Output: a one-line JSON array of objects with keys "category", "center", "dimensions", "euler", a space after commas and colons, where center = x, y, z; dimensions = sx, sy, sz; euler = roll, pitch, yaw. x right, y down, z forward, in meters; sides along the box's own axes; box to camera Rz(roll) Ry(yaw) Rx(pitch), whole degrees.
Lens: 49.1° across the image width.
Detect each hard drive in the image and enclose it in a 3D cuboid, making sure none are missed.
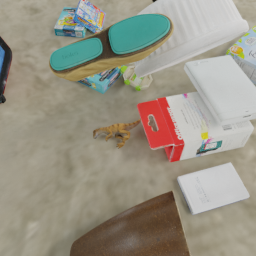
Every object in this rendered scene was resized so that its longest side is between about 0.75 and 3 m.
[{"category": "hard drive", "center": [2.210, 1.558, 7.334], "dimensions": [1.553, 0.197, 1.025], "euler": [-13, 55, -9]}, {"category": "hard drive", "center": [2.797, -1.162, 8.049], "dimensions": [1.556, 0.310, 2.360], "euler": [-12, 53, -11]}]

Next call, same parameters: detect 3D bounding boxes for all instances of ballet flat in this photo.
[{"category": "ballet flat", "center": [-0.314, -1.537, 5.537], "dimensions": [2.541, 0.801, 0.872], "euler": [-12, 72, 15]}]

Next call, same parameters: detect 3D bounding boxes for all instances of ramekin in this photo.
[{"category": "ramekin", "center": [1.212, -2.206, 6.381], "dimensions": [2.657, 2.657, 1.238], "euler": [-24, 97, -16]}]

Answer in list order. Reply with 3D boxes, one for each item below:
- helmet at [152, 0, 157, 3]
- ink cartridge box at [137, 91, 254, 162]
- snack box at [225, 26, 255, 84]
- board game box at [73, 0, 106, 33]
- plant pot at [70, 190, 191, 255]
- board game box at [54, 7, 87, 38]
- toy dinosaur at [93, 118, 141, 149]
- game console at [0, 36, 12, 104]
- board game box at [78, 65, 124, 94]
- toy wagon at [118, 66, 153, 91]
[{"category": "helmet", "center": [1.492, -4.618, 8.855], "dimensions": [1.799, 1.799, 1.715], "euler": [-16, 25, -11]}, {"category": "ink cartridge box", "center": [1.795, -0.088, 8.045], "dimensions": [2.870, 0.965, 1.667], "euler": [-10, 55, -7]}, {"category": "snack box", "center": [4.908, -2.389, 9.816], "dimensions": [2.385, 0.807, 2.011], "euler": [36, 62, 24]}, {"category": "board game box", "center": [-1.529, -4.500, 11.260], "dimensions": [1.142, 0.326, 1.166], "euler": [26, 51, -26]}, {"category": "plant pot", "center": [0.092, 2.591, 5.650], "dimensions": [2.284, 2.135, 2.135], "euler": [-15, 55, 5]}, {"category": "board game box", "center": [-2.240, -4.372, 11.523], "dimensions": [1.171, 0.364, 1.551], "euler": [5, 54, 4]}, {"category": "toy dinosaur", "center": [-0.167, 0.037, 8.243], "dimensions": [1.755, 0.530, 0.932], "euler": [-13, 54, -10]}, {"category": "game console", "center": [-5.214, -2.036, 8.985], "dimensions": [2.528, 1.741, 2.933], "euler": [-32, 60, -22]}, {"category": "board game box", "center": [-1.191, -2.031, 9.801], "dimensions": [1.706, 0.400, 1.288], "euler": [28, 58, 18]}, {"category": "toy wagon", "center": [0.220, -1.804, 9.567], "dimensions": [1.235, 0.244, 0.958], "euler": [29, 58, 3]}]
